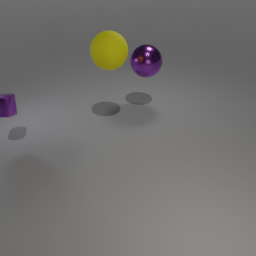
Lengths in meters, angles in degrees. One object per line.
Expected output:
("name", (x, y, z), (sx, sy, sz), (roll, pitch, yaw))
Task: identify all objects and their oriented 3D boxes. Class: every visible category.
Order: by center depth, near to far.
("cylinder", (-4.306, -0.797, 9.859), (0.700, 0.700, 0.700), (-1, 20, 0))
("ball", (-0.698, -2.852, 10.334), (1.400, 1.400, 1.400), (0, 31, 0))
("ball", (0.791, -2.905, 12.177), (1.400, 1.400, 1.400), (0, 31, 0))
